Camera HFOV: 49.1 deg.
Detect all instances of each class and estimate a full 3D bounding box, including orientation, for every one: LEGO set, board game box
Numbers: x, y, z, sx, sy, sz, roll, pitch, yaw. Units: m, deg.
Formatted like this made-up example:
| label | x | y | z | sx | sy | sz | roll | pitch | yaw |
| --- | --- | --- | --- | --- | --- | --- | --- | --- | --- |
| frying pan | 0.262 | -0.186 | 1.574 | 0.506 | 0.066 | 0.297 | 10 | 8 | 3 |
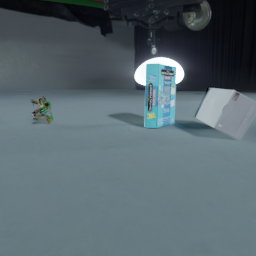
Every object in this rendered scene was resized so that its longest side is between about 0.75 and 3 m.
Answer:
| label | x | y | z | sx | sy | sz | roll | pitch | yaw |
| --- | --- | --- | --- | --- | --- | --- | --- | --- | --- |
| LEGO set | -2.943 | -0.560 | 9.426 | 0.542 | 0.936 | 0.720 | -23 | -20 | 12 |
| board game box | 1.081 | -1.054 | 9.139 | 0.459 | 1.955 | 1.476 | 6 | 9 | 31 |

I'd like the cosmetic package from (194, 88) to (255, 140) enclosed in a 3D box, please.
| label | x | y | z | sx | sy | sz | roll | pitch | yaw |
| --- | --- | --- | --- | --- | --- | --- | --- | --- | --- |
| cosmetic package | 2.649 | -0.467 | 7.794 | 0.914 | 1.083 | 2.027 | 26 | 10 | -8 |
